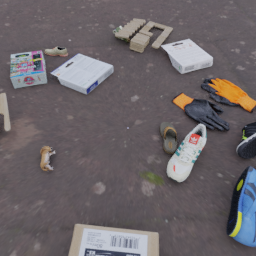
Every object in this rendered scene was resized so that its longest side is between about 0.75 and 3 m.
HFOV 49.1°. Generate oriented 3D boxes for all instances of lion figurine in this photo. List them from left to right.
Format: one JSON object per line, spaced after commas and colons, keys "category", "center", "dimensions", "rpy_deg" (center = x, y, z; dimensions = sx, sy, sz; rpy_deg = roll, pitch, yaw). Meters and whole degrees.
{"category": "lion figurine", "center": [-2.496, 0.945, 8.506], "dimensions": [0.599, 0.354, 0.978], "rpy_deg": [-20, 46, 29]}

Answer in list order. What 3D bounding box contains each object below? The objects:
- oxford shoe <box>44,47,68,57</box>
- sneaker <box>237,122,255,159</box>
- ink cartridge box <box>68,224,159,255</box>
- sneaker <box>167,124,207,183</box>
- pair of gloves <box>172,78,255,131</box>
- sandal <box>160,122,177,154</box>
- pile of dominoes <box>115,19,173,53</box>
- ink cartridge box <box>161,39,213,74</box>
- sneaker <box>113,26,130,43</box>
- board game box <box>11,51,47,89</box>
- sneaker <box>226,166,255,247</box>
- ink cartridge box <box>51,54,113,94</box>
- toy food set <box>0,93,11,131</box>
{"category": "oxford shoe", "center": [-3.290, -3.545, 12.777], "dimensions": [1.104, 0.408, 0.391], "rpy_deg": [4, 46, 4]}
{"category": "sneaker", "center": [4.002, 0.309, 9.069], "dimensions": [1.974, 0.708, 0.818], "rpy_deg": [-31, 29, -27]}
{"category": "ink cartridge box", "center": [-0.340, 3.091, 6.121], "dimensions": [1.981, 0.744, 1.632], "rpy_deg": [6, 46, 0]}
{"category": "sneaker", "center": [1.781, 0.661, 8.362], "dimensions": [0.722, 0.958, 2.050], "rpy_deg": [26, 51, 22]}
{"category": "pair of gloves", "center": [3.265, -0.976, 10.382], "dimensions": [2.668, 0.330, 2.377], "rpy_deg": [-32, 54, -26]}
{"category": "sandal", "center": [1.338, 0.243, 9.127], "dimensions": [0.573, 0.383, 1.402], "rpy_deg": [6, 41, 0]}
{"category": "pile of dominoes", "center": [0.804, -4.586, 13.855], "dimensions": [2.175, 0.444, 2.790], "rpy_deg": [22, 43, 11]}
{"category": "ink cartridge box", "center": [2.570, -3.225, 12.488], "dimensions": [1.566, 0.487, 1.946], "rpy_deg": [-17, 44, -16]}
{"category": "sneaker", "center": [-0.359, -4.520, 13.769], "dimensions": [0.556, 0.415, 1.239], "rpy_deg": [-25, 55, -2]}
{"category": "board game box", "center": [-4.124, -2.466, 11.643], "dimensions": [1.314, 0.572, 1.781], "rpy_deg": [-12, 48, -10]}
{"category": "sneaker", "center": [3.212, 2.007, 7.302], "dimensions": [0.866, 0.728, 2.209], "rpy_deg": [22, 51, 9]}
{"category": "ink cartridge box", "center": [-1.876, -2.279, 11.578], "dimensions": [1.874, 0.381, 1.871], "rpy_deg": [25, 51, 22]}
{"category": "toy food set", "center": [-5.098, -0.020, 9.228], "dimensions": [2.607, 0.852, 1.534], "rpy_deg": [-19, 73, -15]}
